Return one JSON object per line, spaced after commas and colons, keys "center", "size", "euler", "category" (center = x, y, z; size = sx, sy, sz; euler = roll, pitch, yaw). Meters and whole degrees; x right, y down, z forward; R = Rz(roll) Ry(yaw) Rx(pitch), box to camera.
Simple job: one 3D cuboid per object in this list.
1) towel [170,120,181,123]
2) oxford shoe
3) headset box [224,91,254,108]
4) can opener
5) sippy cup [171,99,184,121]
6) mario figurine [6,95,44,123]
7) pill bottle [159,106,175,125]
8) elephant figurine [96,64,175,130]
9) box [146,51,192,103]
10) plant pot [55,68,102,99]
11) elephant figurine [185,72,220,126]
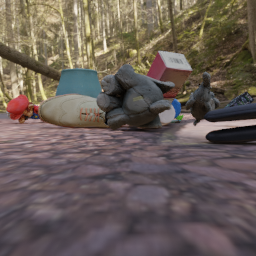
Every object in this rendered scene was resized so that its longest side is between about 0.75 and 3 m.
{"center": [1.152, -0.283, 11.227], "size": [1.569, 0.170, 1.150], "euler": [-1, 5, -21], "category": "towel"}
{"center": [-1.122, -0.491, 8.196], "size": [2.844, 1.007, 1.050], "euler": [-2, 7, -25], "category": "oxford shoe"}
{"center": [3.375, -0.665, 8.743], "size": [0.823, 0.382, 0.716], "euler": [-39, -3, -23], "category": "headset box"}
{"center": [2.401, -0.131, 4.240], "size": [2.441, 0.774, 0.960], "euler": [1, 5, 10], "category": "can opener"}
{"center": [1.676, -0.889, 12.407], "size": [1.682, 1.321, 1.232], "euler": [-7, 12, -20], "category": "sippy cup"}
{"center": [-3.873, -0.478, 11.202], "size": [1.396, 1.199, 2.261], "euler": [-36, -22, 19], "category": "mario figurine"}
{"center": [1.167, -0.524, 9.786], "size": [0.833, 0.833, 1.391], "euler": [0, 4, -7], "category": "pill bottle"}
{"center": [0.465, -0.844, 7.933], "size": [1.794, 1.967, 2.535], "euler": [-37, -16, 26], "category": "elephant figurine"}
{"center": [1.193, -1.578, 8.988], "size": [0.966, 0.823, 1.510], "euler": [1, -40, -25], "category": "box"}
{"center": [-2.375, -1.590, 13.725], "size": [2.612, 2.454, 2.612], "euler": [-1, 3, 0], "category": "plant pot"}
{"center": [1.240, -0.467, 4.777], "size": [0.587, 0.644, 0.829], "euler": [-24, -13, 15], "category": "elephant figurine"}
